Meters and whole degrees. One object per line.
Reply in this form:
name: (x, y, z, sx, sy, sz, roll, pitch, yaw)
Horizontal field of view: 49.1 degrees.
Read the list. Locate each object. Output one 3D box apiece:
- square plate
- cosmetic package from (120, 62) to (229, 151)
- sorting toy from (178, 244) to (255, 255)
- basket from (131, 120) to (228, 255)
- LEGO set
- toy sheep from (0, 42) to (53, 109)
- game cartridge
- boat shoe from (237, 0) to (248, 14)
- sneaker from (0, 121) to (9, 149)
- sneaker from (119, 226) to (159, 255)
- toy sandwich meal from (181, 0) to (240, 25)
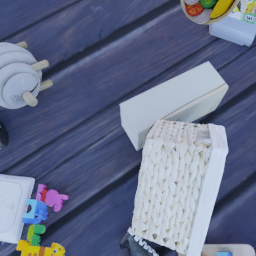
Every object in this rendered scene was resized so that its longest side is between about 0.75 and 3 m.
square plate: (-3.737, 2.176, 7.896, 1.797, 0.258, 1.814, 7, 69, 3)
cosmetic package: (1.293, -0.625, 8.312, 2.937, 1.520, 1.073, -28, 70, -9)
sorting toy: (2.046, 4.093, 6.460, 1.941, 0.386, 2.625, -17, 58, 35)
basket: (1.203, 1.279, 6.793, 1.711, 1.881, 2.774, 13, 110, 12)
LEGO set: (-2.101, 2.852, 7.202, 1.149, 1.068, 2.801, 5, 70, 2)
toy sheep: (-3.517, -1.569, 8.470, 2.057, 2.057, 2.984, -43, 55, -15)
game cartridge: (4.058, -4.343, 10.339, 1.755, 0.533, 2.632, 21, 70, 12)
boat shoe: (3.290, -3.722, 8.218, 0.264, 0.888, 0.319, 36, 92, 32)
sneaker: (-4.436, 0.097, 8.571, 1.081, 0.709, 1.878, -35, 65, -3)
sneaker: (0.417, 3.401, 7.285, 1.633, 0.543, 0.739, 42, 77, 18)
toy sandwich meal: (2.285, -3.961, 7.855, 2.029, 2.029, 0.695, 50, 32, 17)
